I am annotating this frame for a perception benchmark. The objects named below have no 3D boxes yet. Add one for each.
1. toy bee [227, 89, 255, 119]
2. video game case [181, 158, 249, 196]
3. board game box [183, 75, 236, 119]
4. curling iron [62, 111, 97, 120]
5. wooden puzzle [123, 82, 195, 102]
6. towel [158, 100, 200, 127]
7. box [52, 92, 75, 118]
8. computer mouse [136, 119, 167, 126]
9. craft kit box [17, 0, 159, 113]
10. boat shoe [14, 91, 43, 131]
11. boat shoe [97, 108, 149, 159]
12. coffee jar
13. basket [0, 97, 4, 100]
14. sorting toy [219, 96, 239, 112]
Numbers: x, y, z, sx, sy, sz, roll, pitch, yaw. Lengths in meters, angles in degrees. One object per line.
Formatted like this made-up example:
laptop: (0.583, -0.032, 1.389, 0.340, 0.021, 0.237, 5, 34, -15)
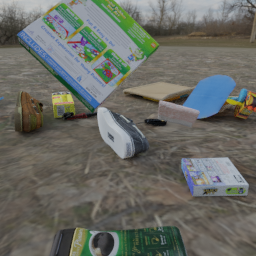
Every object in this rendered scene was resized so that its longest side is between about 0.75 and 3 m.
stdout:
toy bee: (4.260, -0.910, 9.963, 1.432, 2.188, 1.189, 4, 53, 23)
video game case: (1.923, 1.093, 6.434, 1.167, 0.293, 1.288, 0, 20, 0)
board game box: (3.266, -1.134, 11.147, 1.787, 0.440, 2.262, 18, 68, 52)
curling iron: (-1.669, -0.505, 10.791, 1.724, 0.220, 0.427, -5, -16, -23)
wooden puzzle: (1.658, -1.792, 14.031, 2.736, 0.551, 2.958, -18, 22, -39)
towel: (1.136, -0.307, 6.497, 0.901, 0.145, 0.861, 15, -20, 8)
box: (-2.741, -1.018, 11.740, 0.844, 0.562, 2.243, -5, 21, -14)
computer mouse: (0.248, -0.265, 9.973, 2.335, 0.397, 0.684, -3, 20, -10)
craft kit box: (-0.901, -2.075, 6.934, 2.450, 2.481, 0.602, -46, 3, -15)
boat shoe: (-3.580, -0.592, 10.223, 0.950, 1.005, 2.793, -1, 28, -19)
boat shoe: (-0.208, 0.036, 8.412, 0.887, 0.938, 2.616, -9, 25, -22)
coffee jar: (-0.161, 1.827, 3.748, 1.830, 0.781, 0.954, 0, 21, -1)
basket: (-5.650, -1.018, 11.568, 0.873, 0.607, 0.770, -24, 13, 20)
sorting toy: (3.788, -1.086, 11.698, 1.818, 0.332, 1.682, -21, 19, -33)
